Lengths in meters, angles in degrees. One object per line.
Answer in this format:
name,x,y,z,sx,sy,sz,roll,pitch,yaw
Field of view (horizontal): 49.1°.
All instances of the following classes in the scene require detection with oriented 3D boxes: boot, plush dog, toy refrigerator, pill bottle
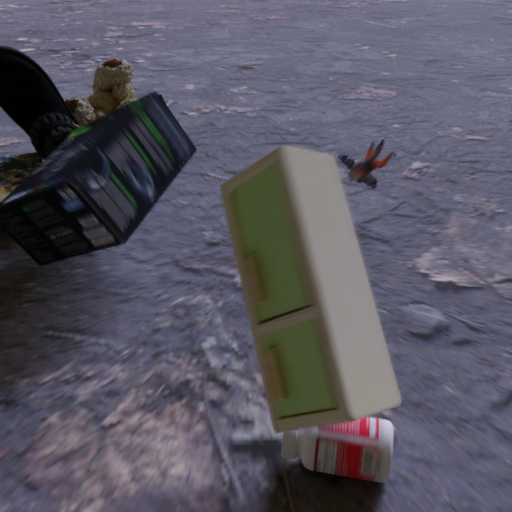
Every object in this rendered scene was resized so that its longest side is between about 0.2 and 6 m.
boot,-3.726,-2.324,9.844,1.035,2.752,2.057,-38,33,2
plush dog,-2.869,-2.891,12.035,1.797,1.678,2.092,26,61,10
toy refrigerator,0.402,0.283,4.844,0.790,2.259,0.857,0,-17,-45
pill bottle,0.760,1.769,5.293,0.996,0.559,0.559,7,33,10

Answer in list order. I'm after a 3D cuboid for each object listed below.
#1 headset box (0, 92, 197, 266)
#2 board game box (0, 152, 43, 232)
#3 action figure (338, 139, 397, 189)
headset box,-2.278,-1.154,8.183,2.050,1.092,2.354,-10,37,38
board game box,-5.206,-0.983,9.584,3.080,0.533,2.087,-11,35,-16
action figure,1.820,-1.617,9.532,0.882,0.461,0.853,38,76,19
